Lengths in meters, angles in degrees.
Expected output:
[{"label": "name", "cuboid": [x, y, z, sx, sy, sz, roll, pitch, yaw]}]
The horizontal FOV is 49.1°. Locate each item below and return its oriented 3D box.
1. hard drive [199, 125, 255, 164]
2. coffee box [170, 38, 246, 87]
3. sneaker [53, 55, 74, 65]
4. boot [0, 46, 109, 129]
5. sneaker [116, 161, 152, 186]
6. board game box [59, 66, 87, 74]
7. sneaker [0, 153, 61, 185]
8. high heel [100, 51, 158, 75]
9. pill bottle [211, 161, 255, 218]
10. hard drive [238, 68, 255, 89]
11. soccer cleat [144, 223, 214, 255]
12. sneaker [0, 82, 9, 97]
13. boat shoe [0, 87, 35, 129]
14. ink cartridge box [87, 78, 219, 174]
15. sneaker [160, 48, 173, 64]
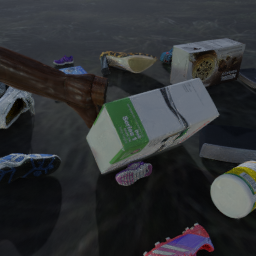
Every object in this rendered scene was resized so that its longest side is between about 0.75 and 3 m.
[{"label": "hard drive", "cuboid": [3.129, 0.445, 8.042, 2.086, 0.442, 1.407, 7, 33, 11]}, {"label": "coffee box", "cuboid": [3.350, -2.732, 11.884, 2.921, 1.651, 1.166, -15, 35, -23]}, {"label": "sneaker", "cuboid": [-3.266, -3.451, 14.137, 1.031, 0.430, 0.416, -18, 37, -25]}, {"label": "boot", "cuboid": [-1.951, -0.895, 7.164, 2.757, 2.569, 0.885, 13, 63, -4]}, {"label": "sneaker", "cuboid": [0.096, 1.106, 7.100, 1.037, 0.417, 0.458, -16, 31, -33]}, {"label": "board game box", "cuboid": [-2.577, -2.191, 12.237, 1.607, 0.350, 1.615, -17, 36, -22]}, {"label": "sneaker", "cuboid": [-2.636, 0.887, 7.139, 1.796, 0.680, 0.692, -7, 37, -13]}, {"label": "high heel", "cuboid": [-0.033, -3.432, 13.529, 2.732, 0.975, 1.947, -10, 39, 1]}, {"label": "pill bottle", "cuboid": [2.668, 1.265, 6.221, 1.642, 0.926, 0.926, -15, 34, -39]}, {"label": "hard drive", "cuboid": [5.518, -2.184, 12.235, 1.096, 0.344, 1.624, -7, 33, -10]}, {"label": "soccer cleat", "cuboid": [0.897, 2.303, 5.165, 1.491, 0.497, 0.570, -19, 56, -23]}, {"label": "sneaker", "cuboid": [-4.988, -1.231, 10.149, 1.620, 1.053, 2.806, -23, 38, -35]}, {"label": "boat shoe", "cuboid": [-3.642, -0.824, 9.479, 1.154, 1.000, 2.708, 7, 31, 8]}, {"label": "ink cartridge box", "cuboid": [0.572, -0.045, 7.159, 2.788, 2.037, 1.176, -18, 74, -25]}, {"label": "sneaker", "cuboid": [2.353, -3.652, 14.450, 1.535, 0.609, 0.733, -33, 57, -30]}]
